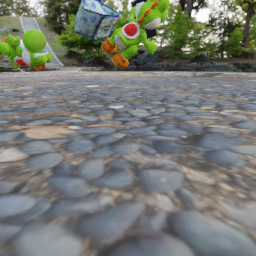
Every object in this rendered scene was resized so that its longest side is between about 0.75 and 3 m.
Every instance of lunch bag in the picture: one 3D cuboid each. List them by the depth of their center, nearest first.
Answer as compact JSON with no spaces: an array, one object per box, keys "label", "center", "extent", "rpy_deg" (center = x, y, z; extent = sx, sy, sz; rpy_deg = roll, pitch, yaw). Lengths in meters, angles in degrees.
[{"label":"lunch bag","center":[-0.883,-3.019,7.886],"extent":[1.074,0.685,0.913],"rpy_deg":[9,-30,-25]}]

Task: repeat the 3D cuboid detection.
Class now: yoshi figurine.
[{"label":"yoshi figurine","center":[-3.196,-2.571,8.555],"extent":[2.184,1.227,1.223],"rpy_deg":[19,-19,26]},{"label":"yoshi figurine","center":[0.411,-3.282,9.285],"extent":[1.477,2.628,1.471],"rpy_deg":[29,33,-34]}]

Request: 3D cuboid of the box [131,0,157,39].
[{"label":"box","center":[0.634,-4.360,11.161],"extent":[0.674,1.148,1.129],"rpy_deg":[-16,51,3]}]
